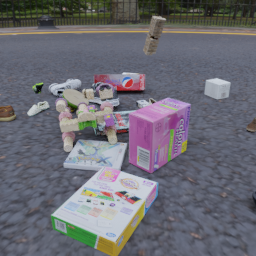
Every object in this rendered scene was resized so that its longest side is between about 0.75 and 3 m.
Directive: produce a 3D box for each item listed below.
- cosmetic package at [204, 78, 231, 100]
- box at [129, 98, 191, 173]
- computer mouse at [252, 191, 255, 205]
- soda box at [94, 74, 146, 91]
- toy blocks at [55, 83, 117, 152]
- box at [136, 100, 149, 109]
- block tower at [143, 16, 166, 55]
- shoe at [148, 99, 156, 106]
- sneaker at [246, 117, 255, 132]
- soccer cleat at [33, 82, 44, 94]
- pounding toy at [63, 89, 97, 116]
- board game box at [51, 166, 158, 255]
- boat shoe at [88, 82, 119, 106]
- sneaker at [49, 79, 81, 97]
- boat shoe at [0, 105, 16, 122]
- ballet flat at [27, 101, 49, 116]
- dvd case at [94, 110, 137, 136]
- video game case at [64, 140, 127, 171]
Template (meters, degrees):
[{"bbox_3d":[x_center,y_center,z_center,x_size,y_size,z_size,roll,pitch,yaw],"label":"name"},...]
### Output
[{"bbox_3d":[4.643,-2.045,14.596,0.813,0.808,0.972,-14,28,-26],"label":"cosmetic package"},{"bbox_3d":[1.020,0.175,8.966,0.953,1.734,1.971,22,33,38],"label":"box"},{"bbox_3d":[3.778,1.970,6.910,1.524,0.402,1.055,13,25,0],"label":"computer mouse"},{"bbox_3d":[-0.446,-2.459,15.157,2.741,0.869,0.960,0,8,-1],"label":"soda box"},{"bbox_3d":[-1.469,-0.626,9.895,2.052,2.196,1.849,-9,31,-5],"label":"toy blocks"},{"bbox_3d":[0.753,-1.079,13.273,0.450,0.232,0.772,-10,28,-20],"label":"box"},{"bbox_3d":[0.955,-3.411,10.333,0.385,1.425,0.412,-5,47,-23],"label":"block tower"},{"bbox_3d":[1.319,-0.760,12.232,0.568,0.433,1.624,-14,38,-20],"label":"shoe"},{"bbox_3d":[5.109,-0.230,11.275,0.423,0.454,1.201,20,32,35],"label":"sneaker"},{"bbox_3d":[-3.101,-1.384,9.755,0.278,0.334,0.824,-22,9,-31],"label":"soccer cleat"},{"bbox_3d":[-2.397,-1.008,12.821,1.607,0.746,1.241,45,31,17],"label":"pounding toy"},{"bbox_3d":[-0.465,1.885,6.914,1.728,0.455,2.258,13,29,25],"label":"board game box"},{"bbox_3d":[-1.387,-1.756,13.595,1.023,0.967,2.852,-14,21,-28],"label":"boat shoe"},{"bbox_3d":[-3.236,-2.093,14.907,1.783,0.670,1.025,-17,31,-21],"label":"sneaker"},{"bbox_3d":[-5.820,-0.700,11.992,1.975,0.667,0.711,1,26,2],"label":"boat shoe"},{"bbox_3d":[-4.123,-0.928,12.785,0.440,0.440,1.225,14,30,26],"label":"ballet flat"},{"bbox_3d":[-0.282,-0.246,11.545,2.332,0.257,1.703,-7,27,-11],"label":"dvd case"},{"bbox_3d":[-1.013,0.884,9.272,1.775,0.195,1.618,3,26,7],"label":"video game case"}]
